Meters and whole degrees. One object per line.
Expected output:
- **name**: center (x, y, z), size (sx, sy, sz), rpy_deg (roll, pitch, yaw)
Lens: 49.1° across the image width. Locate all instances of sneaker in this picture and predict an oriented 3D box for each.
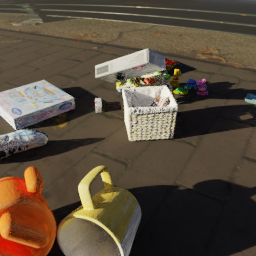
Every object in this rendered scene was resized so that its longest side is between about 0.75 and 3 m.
- **sneaker**: center (-3.988, 0.625, 9.290), size (2.628, 0.944, 0.952), rpy_deg (-7, 59, -18)

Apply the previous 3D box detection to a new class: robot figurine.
- **robot figurine**: center (-2.492, 1.992, 6.002), size (1.582, 1.951, 2.712), rpy_deg (-12, 13, -25)

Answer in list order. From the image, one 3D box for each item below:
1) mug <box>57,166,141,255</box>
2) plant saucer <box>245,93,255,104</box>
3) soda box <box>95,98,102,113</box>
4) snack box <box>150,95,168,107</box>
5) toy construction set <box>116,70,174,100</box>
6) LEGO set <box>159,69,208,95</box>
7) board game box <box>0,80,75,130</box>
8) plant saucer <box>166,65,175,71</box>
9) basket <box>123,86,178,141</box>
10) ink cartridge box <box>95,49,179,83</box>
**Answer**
- **mug**: center (-0.400, 1.987, 6.185), size (1.569, 1.959, 1.609), rpy_deg (29, 30, 12)
- **plant saucer**: center (6.379, -1.127, 12.590), size (2.063, 0.196, 0.721), rpy_deg (18, 36, 27)
- **soda box**: center (-1.291, -1.002, 12.280), size (0.276, 0.297, 0.869), rpy_deg (-4, 33, -5)
- **snack box**: center (0.980, -0.560, 10.527), size (0.496, 1.379, 0.168), rpy_deg (25, -2, 42)
- **toy construction set**: center (0.943, -2.084, 13.021), size (2.658, 1.224, 1.743), rpy_deg (15, 45, 22)
- **LEGO set**: center (2.635, -2.277, 13.633), size (2.455, 1.007, 0.936), rpy_deg (1, 32, 2)
- **board game box**: center (-4.193, -1.127, 12.216), size (2.719, 0.561, 2.726), rpy_deg (-25, 40, -34)
- **plant saucer**: center (1.398, -3.574, 16.197), size (1.974, 0.473, 1.977), rpy_deg (-20, 37, -29)
- **basket**: center (0.742, -0.560, 10.472), size (1.827, 1.470, 1.811), rpy_deg (-3, 32, -6)
- **ink cartridge box**: center (0.383, -2.330, 11.350), size (2.643, 0.576, 2.294), rpy_deg (-7, -8, 38)
